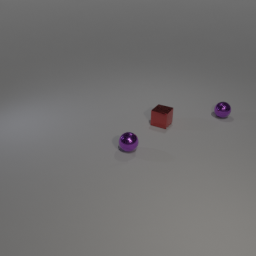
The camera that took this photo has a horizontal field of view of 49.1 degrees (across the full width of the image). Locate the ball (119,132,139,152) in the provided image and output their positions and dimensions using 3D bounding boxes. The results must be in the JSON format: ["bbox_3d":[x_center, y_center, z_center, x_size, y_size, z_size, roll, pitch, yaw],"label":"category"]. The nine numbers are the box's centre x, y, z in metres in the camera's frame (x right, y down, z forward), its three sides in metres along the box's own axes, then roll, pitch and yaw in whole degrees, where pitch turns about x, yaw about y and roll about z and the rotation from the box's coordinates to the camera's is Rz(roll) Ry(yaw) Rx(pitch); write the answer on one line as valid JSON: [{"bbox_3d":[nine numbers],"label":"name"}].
[{"bbox_3d":[0.023,0.485,9.825,0.700,0.700,0.700,0,29,0],"label":"ball"}]

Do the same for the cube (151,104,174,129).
[{"bbox_3d":[1.397,-0.476,11.521,0.700,0.700,0.700,16,33,26],"label":"cube"}]

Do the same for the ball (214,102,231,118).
[{"bbox_3d":[4.080,-0.786,12.074,0.700,0.700,0.700,0,29,0],"label":"ball"}]
